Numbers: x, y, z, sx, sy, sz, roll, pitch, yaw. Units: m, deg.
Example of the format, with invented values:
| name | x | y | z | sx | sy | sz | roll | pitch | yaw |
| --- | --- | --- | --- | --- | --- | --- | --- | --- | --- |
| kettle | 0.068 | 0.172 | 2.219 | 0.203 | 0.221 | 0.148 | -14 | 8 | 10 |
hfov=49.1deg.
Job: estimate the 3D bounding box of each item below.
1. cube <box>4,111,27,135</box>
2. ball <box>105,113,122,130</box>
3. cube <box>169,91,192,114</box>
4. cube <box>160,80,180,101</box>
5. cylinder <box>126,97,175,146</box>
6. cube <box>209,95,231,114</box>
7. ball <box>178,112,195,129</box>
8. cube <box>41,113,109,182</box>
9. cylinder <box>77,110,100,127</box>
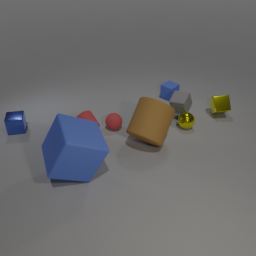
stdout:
| name | x | y | z | sx | sy | sz | roll | pitch | yaw |
| --- | --- | --- | --- | --- | --- | --- | --- | --- | --- |
| cube | -4.552 | -0.215 | 11.374 | 0.700 | 0.700 | 0.700 | -7 | 34 | -11 |
| ball | -0.580 | -0.275 | 11.486 | 0.700 | 0.700 | 0.700 | 0 | 30 | 0 |
| cube | 2.266 | -1.088 | 11.992 | 0.700 | 0.700 | 0.700 | 12 | 56 | 32 |
| cube | 2.131 | -1.909 | 14.284 | 0.700 | 0.700 | 0.700 | 29 | 45 | 35 |
| cylinder | 0.827 | -0.223 | 10.207 | 1.400 | 1.400 | 1.400 | 22 | -7 | 3 |
| cube | 4.085 | -1.037 | 12.449 | 0.700 | 0.700 | 0.700 | -7 | -4 | 2 |
| ball | 2.416 | -0.307 | 11.576 | 0.700 | 0.700 | 0.700 | 0 | 30 | 0 |
| cube | -1.644 | 0.623 | 8.533 | 1.400 | 1.400 | 1.400 | 13 | 32 | -35 |
| cylinder | -1.542 | -0.197 | 10.717 | 0.700 | 0.700 | 0.700 | -22 | 67 | -33 |
